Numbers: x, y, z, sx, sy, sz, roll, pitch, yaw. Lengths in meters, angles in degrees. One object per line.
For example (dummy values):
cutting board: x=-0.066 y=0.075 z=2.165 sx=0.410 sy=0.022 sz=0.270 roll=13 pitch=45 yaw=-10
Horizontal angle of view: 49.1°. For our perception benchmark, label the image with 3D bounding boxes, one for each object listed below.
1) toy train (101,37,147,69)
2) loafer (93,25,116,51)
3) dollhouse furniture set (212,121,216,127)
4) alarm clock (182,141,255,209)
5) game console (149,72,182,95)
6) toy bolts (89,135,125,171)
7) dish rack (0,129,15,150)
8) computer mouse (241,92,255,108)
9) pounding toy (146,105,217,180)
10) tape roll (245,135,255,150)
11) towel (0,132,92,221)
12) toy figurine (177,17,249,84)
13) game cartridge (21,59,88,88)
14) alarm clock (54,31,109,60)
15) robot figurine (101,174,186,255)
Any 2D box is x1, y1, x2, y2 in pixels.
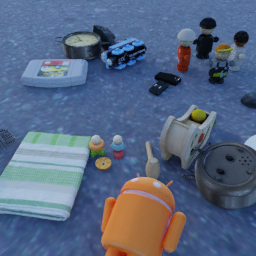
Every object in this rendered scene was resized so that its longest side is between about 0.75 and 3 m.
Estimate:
toy train: x=-0.209 y=-3.478 z=13.069 sx=2.308 sy=1.001 sz=1.319 roll=-31 pitch=40 yaw=-29
loafer: x=-1.064 y=-4.791 z=14.690 sx=0.894 sy=0.900 sz=2.473 roll=-10 pitch=44 yaw=-22
dollhouse furniture set: x=2.460 y=-0.100 z=9.539 sx=0.883 sy=0.443 sz=0.578 roll=-43 pitch=33 yaw=-19
alarm clock: x=2.828 y=1.230 z=7.107 sx=2.580 sy=0.859 sz=1.740 roll=26 pitch=59 yaw=34
game console: x=1.418 y=-1.860 z=11.659 sx=1.035 sy=0.212 sz=1.755 roll=24 pitch=44 yaw=27
toy bolts: x=-0.582 y=0.632 z=8.229 sx=1.039 sy=0.720 sz=0.992 roll=-10 pitch=41 yaw=-12
dish rack: x=-4.187 y=0.497 z=8.728 sx=1.226 sy=0.334 sz=0.940 roll=-27 pitch=48 yaw=-31
computer mouse: x=5.097 y=-1.034 z=10.475 sx=1.625 sy=0.428 sz=1.125 roll=11 pitch=42 yaw=13
pounding toy: x=1.321 y=0.127 z=8.157 sx=1.602 sy=1.597 sz=2.792 roll=24 pitch=45 yaw=26
tape roll: x=4.410 y=1.006 z=8.013 sx=2.278 sy=0.416 sz=2.278 roll=0 pitch=40 yaw=0
towel: x=-2.299 y=1.205 z=7.875 sx=2.187 sy=0.450 sz=2.932 roll=6 pitch=38 yaw=4
toy figurine: x=3.684 y=-3.455 z=12.245 sx=2.697 sy=1.906 sz=2.739 roll=32 pitch=49 yaw=33
game cartridge: x=-3.124 y=-2.373 z=12.077 sx=2.656 sy=0.543 sz=1.768 roll=-1 pitch=44 yaw=-1
alarm clock: x=-2.477 y=-4.076 z=13.763 sx=2.766 sy=0.921 sz=1.866 roll=23 pitch=45 yaw=20
robot figurine: x=0.229 y=1.991 z=5.944 sx=1.285 sy=1.584 sz=2.203 roll=34 pitch=57 yaw=-15
